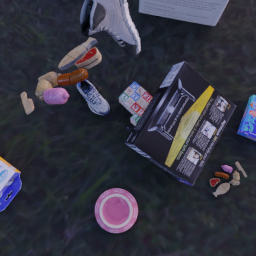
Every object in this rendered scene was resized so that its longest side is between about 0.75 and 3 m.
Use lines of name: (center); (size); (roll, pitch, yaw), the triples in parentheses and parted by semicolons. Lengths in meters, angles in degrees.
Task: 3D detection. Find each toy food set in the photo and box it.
toy food set: (-1.582, -1.271, 7.209); (2.493, 0.393, 1.585); (-38, 40, -1)
toy food set: (2.897, 1.488, 8.340); (1.114, 0.175, 0.708); (-30, 79, 2)

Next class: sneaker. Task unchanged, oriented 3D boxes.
sneaker: (-1.123, -0.982, 8.648); (0.550, 0.608, 1.427); (-42, 81, -8)
sneaker: (-0.422, -1.968, 5.584); (1.041, 1.802, 0.676); (-39, 49, -14)

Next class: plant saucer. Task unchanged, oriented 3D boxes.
plant saucer: (-0.340, 2.373, 8.054); (1.255, 0.318, 1.255); (0, 77, 1)

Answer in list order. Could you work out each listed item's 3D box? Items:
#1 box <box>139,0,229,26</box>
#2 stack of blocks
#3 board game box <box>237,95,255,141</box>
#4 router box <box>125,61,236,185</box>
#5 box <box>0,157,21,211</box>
box: (1.929, -5.110, 8.947); (2.732, 1.785, 2.717); (12, 78, 3)
stack of blocks: (0.486, -0.498, 8.596); (1.671, 0.489, 0.962); (43, 81, 9)
board game box: (4.073, -0.247, 8.644); (0.989, 0.292, 1.300); (22, 78, 5)
router box: (1.549, -0.118, 7.981); (2.165, 0.719, 2.754); (36, 79, -18)
box: (-4.395, 1.350, 8.191); (2.480, 0.514, 1.477); (33, 79, 9)
